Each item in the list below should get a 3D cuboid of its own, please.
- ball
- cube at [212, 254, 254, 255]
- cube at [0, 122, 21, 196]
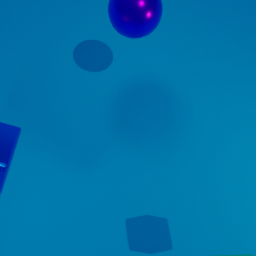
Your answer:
[{"bbox_3d":[0.170,-2.795,6.647,1.298,1.298,1.298,0,70,0],"label":"ball"},{"bbox_3d":[1.862,2.711,4.849,0.807,0.807,0.807,-10,76,17],"label":"cube"},{"bbox_3d":[-3.181,0.680,5.867,1.338,1.338,1.338,17,30,-19],"label":"cube"}]
